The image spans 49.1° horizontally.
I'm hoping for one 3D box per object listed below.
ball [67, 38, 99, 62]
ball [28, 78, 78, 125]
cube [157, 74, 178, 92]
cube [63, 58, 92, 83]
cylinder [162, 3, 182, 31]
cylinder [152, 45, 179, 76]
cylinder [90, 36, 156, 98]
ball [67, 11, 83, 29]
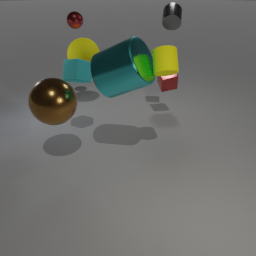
[{"bbox_3d":[-1.936,-3.204,12.218,1.400,1.400,1.400,0,28,0],"label":"ball"},{"bbox_3d":[-2.202,-0.778,8.270,1.400,1.400,1.400,0,28,0],"label":"ball"},{"bbox_3d":[1.643,-2.038,11.695,0.700,0.700,0.700,-12,52,-4],"label":"cube"},{"bbox_3d":[-1.708,-1.920,9.493,0.700,0.700,0.700,5,3,34],"label":"cube"},{"bbox_3d":[1.622,-4.080,10.278,0.700,0.700,0.700,4,58,8],"label":"cylinder"},{"bbox_3d":[1.061,-1.893,7.958,0.700,0.700,0.700,-4,-3,0],"label":"cylinder"},{"bbox_3d":[-0.130,-1.719,8.099,1.400,1.400,1.400,-15,19,31],"label":"cylinder"},{"bbox_3d":[-2.257,-4.588,11.926,0.700,0.700,0.700,0,28,0],"label":"ball"}]
